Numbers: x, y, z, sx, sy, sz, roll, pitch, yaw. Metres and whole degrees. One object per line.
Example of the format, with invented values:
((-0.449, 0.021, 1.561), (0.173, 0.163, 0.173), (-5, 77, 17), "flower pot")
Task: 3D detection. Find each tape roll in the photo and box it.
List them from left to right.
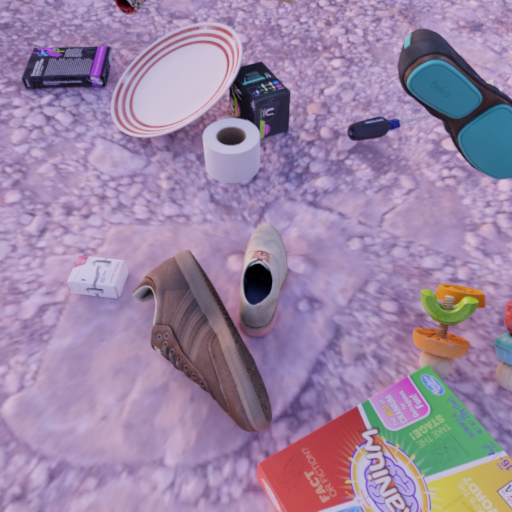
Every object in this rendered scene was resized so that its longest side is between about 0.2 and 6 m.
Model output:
((-0.472, -2.057, 10.970), (1.108, 0.761, 1.108), (0, 49, 0), "tape roll")

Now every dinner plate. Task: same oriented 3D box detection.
((-1.702, -3.757, 12.099), (3.235, 0.392, 3.235), (-14, 55, 21), "dinner plate")

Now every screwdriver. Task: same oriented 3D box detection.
((2.604, -2.305, 9.596), (2.499, 0.349, 0.364), (-16, 22, -24), "screwdriver")

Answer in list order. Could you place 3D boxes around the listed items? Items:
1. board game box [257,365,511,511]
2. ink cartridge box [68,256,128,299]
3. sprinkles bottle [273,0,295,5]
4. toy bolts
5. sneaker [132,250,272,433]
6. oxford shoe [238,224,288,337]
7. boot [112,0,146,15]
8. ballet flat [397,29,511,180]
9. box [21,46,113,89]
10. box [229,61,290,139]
((1.708, 2.863, 6.898), (2.758, 0.556, 2.110), (-24, 54, -19), "board game box")
((-2.584, 0.345, 9.196), (0.808, 0.342, 0.588), (7, 50, 4), "ink cartridge box")
((0.007, -3.401, 6.955), (1.026, 0.350, 0.350), (11, 50, 0), "sprinkles bottle")
((3.279, 1.214, 8.262), (1.764, 1.224, 1.685), (11, 9, 22), "toy bolts")
((-0.833, 1.333, 8.097), (1.182, 1.103, 3.131), (-31, 52, 1), "sneaker")
((0.139, 0.203, 9.009), (0.768, 0.801, 2.170), (2, 50, 2), "oxford shoe")
((-1.702, -4.051, 7.973), (1.185, 0.566, 1.569), (-53, 37, -2), "boot")
((2.837, -2.074, 7.481), (0.940, 2.764, 0.945), (-29, 46, 32), "ballet flat")
((-4.468, -4.502, 13.344), (1.913, 0.345, 1.368), (-1, 49, -3), "box")
((0.052, -3.291, 11.863), (0.837, 1.000, 1.346), (-21, 53, -17), "box")
